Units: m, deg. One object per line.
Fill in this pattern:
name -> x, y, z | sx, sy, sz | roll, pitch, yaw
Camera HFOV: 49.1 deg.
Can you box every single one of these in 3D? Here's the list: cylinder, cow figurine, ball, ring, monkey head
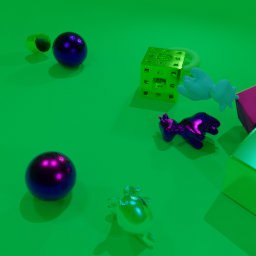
cylinder -> -3.702, -3.507, 11.612 | 0.773, 0.773, 0.773 | 14, 39, 45
cow figurine -> 2.157, -0.993, 7.605 | 1.421, 1.445, 0.793 | 33, 81, -2
ball -> -1.716, 1.073, 6.264 | 1.122, 1.122, 1.122 | 0, 41, 0
cow figurine -> 1.629, -0.060, 7.812 | 1.442, 0.792, 1.419 | -37, 57, -20
ring -> 1.904, -2.603, 10.989 | 1.862, 0.372, 1.862 | -3, 44, 3
monkey head -> 0.004, 1.738, 5.625 | 1.037, 1.441, 0.868 | -28, 22, 25
ball -> -2.238, -3.022, 10.839 | 1.354, 1.354, 1.354 | 0, 41, 0

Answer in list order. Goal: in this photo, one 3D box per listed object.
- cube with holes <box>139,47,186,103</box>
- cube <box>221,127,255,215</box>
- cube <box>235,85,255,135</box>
cube with holes -> 1.172, -1.818, 9.489 | 1.282, 1.282, 1.282 | 10, 42, 12
cube -> 3.053, 0.955, 5.979 | 1.397, 1.397, 1.397 | -38, 52, -25
cube -> 3.677, -0.420, 7.521 | 1.121, 1.121, 1.121 | -24, 50, 10
